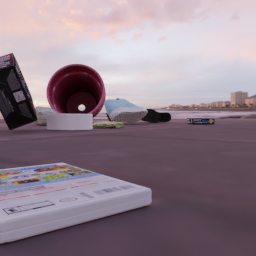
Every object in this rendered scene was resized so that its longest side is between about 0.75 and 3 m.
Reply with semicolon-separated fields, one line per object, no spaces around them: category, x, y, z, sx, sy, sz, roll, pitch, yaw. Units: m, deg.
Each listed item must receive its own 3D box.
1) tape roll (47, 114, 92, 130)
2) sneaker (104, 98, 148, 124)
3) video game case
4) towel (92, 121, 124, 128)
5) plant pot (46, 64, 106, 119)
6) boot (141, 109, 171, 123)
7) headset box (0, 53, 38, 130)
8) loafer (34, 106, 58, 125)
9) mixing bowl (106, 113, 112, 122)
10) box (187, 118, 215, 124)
tape roll;-1.543;-0.171;7.450;1.209;0.423;1.209;-1;3;0
sneaker;-0.057;-0.938;12.953;1.041;1.154;2.816;-39;-19;22
video game case;-0.370;0.261;1.224;0.568;0.072;0.794;-2;3;-38
towel;-0.582;-0.100;8.571;0.796;0.196;1.073;2;3;14
plant pot;-2.504;-1.463;14.337;2.826;2.826;2.529;0;-14;-2
boot;1.174;-0.574;15.537;2.088;0.723;1.818;7;-4;-29
headset box;-2.767;-0.952;6.644;0.693;1.335;1.794;-22;30;-14
loafer;-3.308;-0.461;11.315;0.775;0.777;2.222;3;9;-29
mixing bowl;-0.584;-0.508;13.721;0.982;0.532;0.982;-5;-4;0
box;3.229;-0.305;12.525;0.956;0.277;1.203;0;2;1
